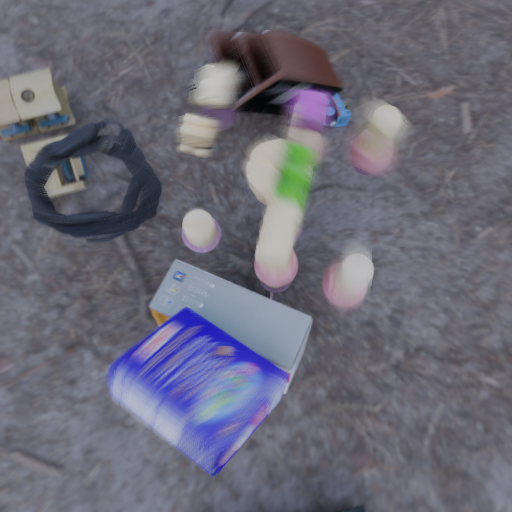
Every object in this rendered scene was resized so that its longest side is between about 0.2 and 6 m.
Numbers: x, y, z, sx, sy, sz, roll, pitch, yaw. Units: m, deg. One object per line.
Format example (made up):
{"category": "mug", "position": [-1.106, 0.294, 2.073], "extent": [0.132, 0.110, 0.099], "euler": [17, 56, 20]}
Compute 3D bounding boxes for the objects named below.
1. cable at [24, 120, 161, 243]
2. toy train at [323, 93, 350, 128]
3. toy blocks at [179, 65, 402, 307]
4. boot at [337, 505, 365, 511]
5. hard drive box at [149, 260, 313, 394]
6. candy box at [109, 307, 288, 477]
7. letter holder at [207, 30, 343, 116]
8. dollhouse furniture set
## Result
{"category": "cable", "position": [-2.148, -0.872, 7.331], "extent": [1.825, 1.489, 0.464], "euler": [-25, 29, 17]}
{"category": "toy train", "position": [1.507, -3.040, 11.363], "extent": [0.567, 0.430, 0.993], "euler": [-11, 63, -15]}
{"category": "toy blocks", "position": [0.388, -0.868, 8.773], "extent": [3.099, 2.609, 2.896], "euler": [13, 78, 3]}
{"category": "boot", "position": [0.527, 4.809, 7.330], "extent": [2.821, 1.077, 2.370], "euler": [-8, 61, -11]}
{"category": "hard drive box", "position": [-0.359, 1.144, 8.678], "extent": [2.235, 1.742, 0.858], "euler": [21, 67, 11]}
{"category": "candy box", "position": [-0.712, 1.595, 6.956], "extent": [1.711, 0.659, 1.446], "euler": [32, 42, 19]}
{"category": "letter holder", "position": [0.368, -3.588, 10.304], "extent": [1.137, 2.260, 1.606], "euler": [-24, 85, 35]}
{"category": "dollhouse furniture set", "position": [-4.186, -2.114, 10.594], "extent": [1.515, 1.523, 2.162], "euler": [-16, 96, -7]}
